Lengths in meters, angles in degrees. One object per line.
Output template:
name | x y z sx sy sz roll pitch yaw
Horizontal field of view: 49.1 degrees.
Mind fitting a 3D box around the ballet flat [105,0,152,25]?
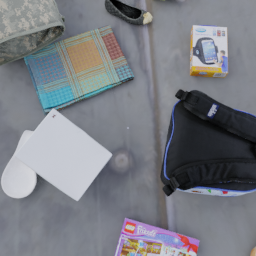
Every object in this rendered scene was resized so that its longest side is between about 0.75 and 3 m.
ballet flat | -0.006 -3.756 9.024 1.655 0.470 0.550 21 75 6

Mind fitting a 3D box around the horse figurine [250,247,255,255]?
horse figurine | 3.579 3.178 7.031 1.141 0.430 1.722 36 83 22

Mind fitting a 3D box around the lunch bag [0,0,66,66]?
lunch bag | -3.189 -3.228 8.025 2.460 1.446 2.018 -24 84 -4

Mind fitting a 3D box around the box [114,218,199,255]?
box | 0.682 3.218 7.063 1.970 0.385 1.348 16 75 4

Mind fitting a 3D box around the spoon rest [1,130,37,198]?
spoon rest | -2.864 0.939 7.630 0.942 0.575 1.897 6 73 2

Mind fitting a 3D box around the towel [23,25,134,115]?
towel | -1.537 -1.874 8.567 2.930 0.318 2.148 -22 76 -6

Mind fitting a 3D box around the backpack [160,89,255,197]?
backpack | 2.170 0.619 6.988 2.471 1.998 2.594 10 77 10

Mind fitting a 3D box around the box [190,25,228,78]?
box | 2.513 -2.480 8.717 1.087 0.379 1.826 4 76 1

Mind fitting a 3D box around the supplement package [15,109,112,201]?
supplement package | -1.585 0.638 6.835 1.702 1.780 1.309 39 77 -10
